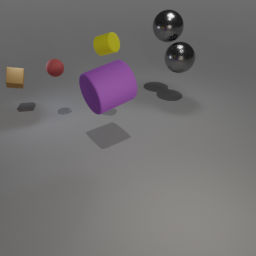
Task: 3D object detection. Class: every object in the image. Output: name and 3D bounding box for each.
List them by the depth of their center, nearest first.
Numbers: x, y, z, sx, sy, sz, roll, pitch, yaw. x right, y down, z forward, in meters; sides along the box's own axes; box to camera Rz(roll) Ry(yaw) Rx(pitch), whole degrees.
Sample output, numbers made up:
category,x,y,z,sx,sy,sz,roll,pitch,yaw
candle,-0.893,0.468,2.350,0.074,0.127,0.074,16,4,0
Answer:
category,x,y,z,sx,sy,sz,roll,pitch,yaw
cylinder,-0.651,-1.335,9.125,1.400,1.400,1.400,-27,39,-24
cylinder,-0.765,-3.010,10.054,0.700,0.700,0.700,-3,24,35
ball,-2.882,-2.375,11.068,0.700,0.700,0.700,0,30,0
cube,-4.880,-2.155,12.123,0.700,0.700,0.700,2,-9,-20
ball,1.820,-4.616,12.709,1.400,1.400,1.400,0,30,0
ball,2.378,-3.236,12.874,1.400,1.400,1.400,0,30,0
